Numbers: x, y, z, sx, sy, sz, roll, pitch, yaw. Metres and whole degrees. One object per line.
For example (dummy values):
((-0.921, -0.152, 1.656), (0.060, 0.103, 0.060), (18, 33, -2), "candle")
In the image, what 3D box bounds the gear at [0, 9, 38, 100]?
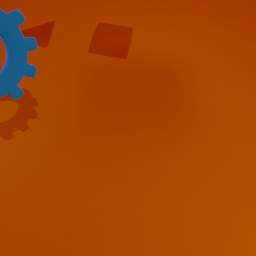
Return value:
((-2.606, -1.286, 4.751), (2.015, 2.015, 0.373), (-31, 29, -21), "gear")
